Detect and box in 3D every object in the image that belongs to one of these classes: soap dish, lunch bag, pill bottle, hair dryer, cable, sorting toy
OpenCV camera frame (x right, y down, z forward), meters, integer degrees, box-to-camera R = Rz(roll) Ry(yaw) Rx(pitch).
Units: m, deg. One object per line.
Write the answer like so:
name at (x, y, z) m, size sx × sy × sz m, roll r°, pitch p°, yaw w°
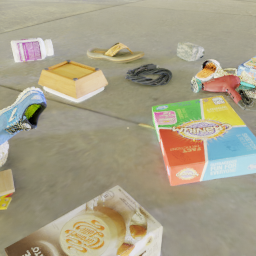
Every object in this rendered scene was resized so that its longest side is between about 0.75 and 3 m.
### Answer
soap dish at (-1.993, -1.753, 10.098) m, size 2.025 × 0.822 × 1.593 m, roll 23°, pitch 39°, yaw 30°
lunch bag at (2.943, -3.607, 13.093) m, size 0.888 × 0.738 × 1.059 m, roll -19°, pitch 39°, yaw -29°
pill bottle at (-4.384, -3.613, 12.896) m, size 1.739 × 0.976 × 0.976 m, roll -12°, pitch 34°, yaw -18°
hair dryer at (3.624, -1.346, 9.690) m, size 2.154 × 0.585 × 1.641 m, roll 15°, pitch 37°, yaw 24°
cable at (0.783, -2.014, 10.960) m, size 1.832 × 0.465 × 1.495 m, roll -11°, pitch 39°, yaw -21°
sorting toy at (-2.757, 1.287, 5.762) m, size 0.796 × 0.279 × 1.651 m, roll -14°, pitch 29°, yaw -21°

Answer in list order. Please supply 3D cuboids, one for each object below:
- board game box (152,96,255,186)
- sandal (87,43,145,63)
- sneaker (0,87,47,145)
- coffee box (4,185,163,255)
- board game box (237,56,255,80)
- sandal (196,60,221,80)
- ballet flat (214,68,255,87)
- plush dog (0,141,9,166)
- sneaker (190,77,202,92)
board game box at (1.826, 0.165, 7.054) m, size 2.095 × 0.552 × 2.739 m, roll -9°, pitch 32°, yaw 1°
sandal at (-0.638, -3.607, 13.073) m, size 2.807 × 0.758 × 1.127 m, roll 11°, pitch 34°, yaw 16°
sneaker at (-1.819, -0.130, 4.625) m, size 1.184 × 0.465 × 0.528 m, roll -45°, pitch 54°, yaw 3°
coffee box at (-0.605, 1.920, 4.315) m, size 2.044 × 0.815 × 1.169 m, roll -24°, pitch 40°, yaw -33°
board game box at (6.068, -2.152, 11.032) m, size 2.817 × 0.485 × 1.907 m, roll 26°, pitch 41°, yaw 35°
sandal at (3.365, -2.482, 11.500) m, size 0.732 × 0.548 × 1.912 m, roll 18°, pitch 37°, yaw 26°
ballet flat at (4.105, -1.941, 10.555) m, size 1.705 × 0.545 × 0.645 m, roll 17°, pitch 8°, yaw 25°
plush dog at (-4.085, 0.632, 5.782) m, size 2.394 × 1.921 × 2.057 m, roll 4°, pitch 58°, yaw 9°
sneaker at (2.561, -1.620, 10.331) m, size 0.404 × 0.393 × 1.013 m, roll 11°, pitch 33°, yaw 2°
